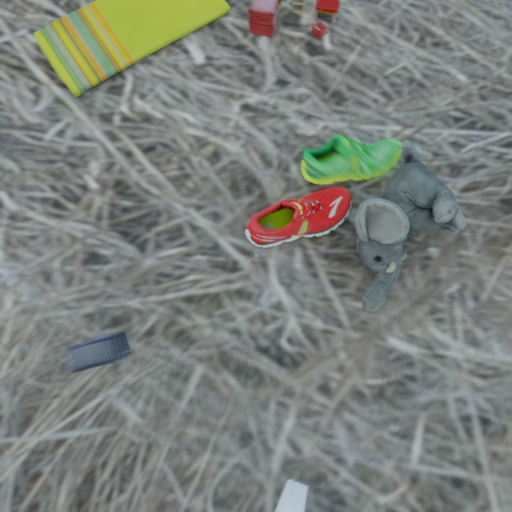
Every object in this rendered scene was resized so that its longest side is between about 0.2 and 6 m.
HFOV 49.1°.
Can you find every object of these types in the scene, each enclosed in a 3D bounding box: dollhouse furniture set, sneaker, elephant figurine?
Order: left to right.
[{"bbox_3d":[0.835,-5.395,12.297,1.900,0.773,1.022,10,73,3],"label":"dollhouse furniture set"},{"bbox_3d":[0.870,-0.778,10.804,2.232,0.948,0.860,-23,75,-7],"label":"sneaker"},{"bbox_3d":[1.880,-1.965,11.049,2.010,0.840,0.744,-13,47,5],"label":"sneaker"},{"bbox_3d":[2.495,-0.509,10.514,2.404,1.701,1.865,-33,46,6],"label":"elephant figurine"}]

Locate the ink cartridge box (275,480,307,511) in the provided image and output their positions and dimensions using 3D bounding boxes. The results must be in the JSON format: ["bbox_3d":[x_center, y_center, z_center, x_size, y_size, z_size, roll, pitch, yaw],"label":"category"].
[{"bbox_3d":[0.527,4.260,9.244,0.366,0.625,0.865,18,112,5],"label":"ink cartridge box"}]

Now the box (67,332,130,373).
[{"bbox_3d":[-2.681,1.645,9.592,0.836,0.619,0.436,-16,88,7],"label":"box"}]

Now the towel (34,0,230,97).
[{"bbox_3d":[-2.726,-5.148,12.491,4.057,0.366,1.746,-32,81,-10],"label":"towel"}]
